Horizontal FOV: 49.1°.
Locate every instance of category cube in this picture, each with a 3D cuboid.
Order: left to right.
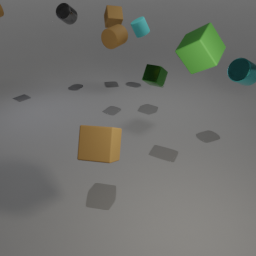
[{"bbox_3d":[-0.570,0.322,5.794,0.700,0.700,0.700,4,-1,13],"label":"cube"},{"bbox_3d":[-0.661,-5.005,12.654,0.700,0.700,0.700,-2,73,-17],"label":"cube"},{"bbox_3d":[1.113,-2.147,11.543,0.700,0.700,0.700,18,-1,33],"label":"cube"},{"bbox_3d":[1.621,-1.759,6.252,0.700,0.700,0.700,-12,38,50],"label":"cube"}]

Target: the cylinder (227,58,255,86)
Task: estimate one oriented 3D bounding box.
[{"bbox_3d":[3.422,-1.650,8.274,0.700,0.700,0.700,5,19,-43],"label":"cylinder"}]

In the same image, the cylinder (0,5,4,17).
[{"bbox_3d":[-5.138,-4.373,10.414,0.700,0.700,0.700,24,54,36],"label":"cylinder"}]

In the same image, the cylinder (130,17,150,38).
[{"bbox_3d":[0.571,-4.697,13.061,0.700,0.700,0.700,-22,32,15],"label":"cylinder"}]

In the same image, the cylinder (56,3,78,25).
[{"bbox_3d":[-2.637,-4.915,12.075,0.700,0.700,0.700,8,5,15],"label":"cylinder"}]

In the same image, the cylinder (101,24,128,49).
[{"bbox_3d":[-0.464,-3.189,9.778,0.700,0.700,0.700,17,38,27],"label":"cylinder"}]
